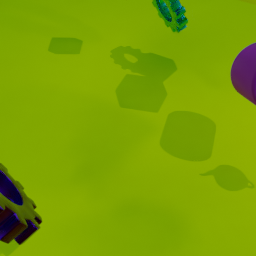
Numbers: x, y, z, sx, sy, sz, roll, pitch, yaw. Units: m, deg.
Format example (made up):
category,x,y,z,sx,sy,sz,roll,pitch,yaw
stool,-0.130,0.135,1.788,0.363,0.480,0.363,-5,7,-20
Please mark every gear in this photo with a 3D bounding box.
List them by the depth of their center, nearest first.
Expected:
category,x,y,z,sx,sy,sz,roll,pitch,yaw
gear,-2.179,0.992,4.524,0.356,1.923,1.923,-41,62,-11
gear,1.158,-3.533,8.153,0.290,1.568,1.568,-35,57,2

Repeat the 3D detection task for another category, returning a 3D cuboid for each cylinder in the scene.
category,x,y,z,sx,sy,sz,roll,pitch,yaw
cylinder,2.954,-1.063,5.753,1.295,1.295,1.295,1,22,0

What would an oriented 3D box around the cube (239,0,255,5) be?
category,x,y,z,sx,sy,sz,roll,pitch,yaw
cube,2.397,-3.150,5.410,1.125,1.125,1.125,14,18,0
